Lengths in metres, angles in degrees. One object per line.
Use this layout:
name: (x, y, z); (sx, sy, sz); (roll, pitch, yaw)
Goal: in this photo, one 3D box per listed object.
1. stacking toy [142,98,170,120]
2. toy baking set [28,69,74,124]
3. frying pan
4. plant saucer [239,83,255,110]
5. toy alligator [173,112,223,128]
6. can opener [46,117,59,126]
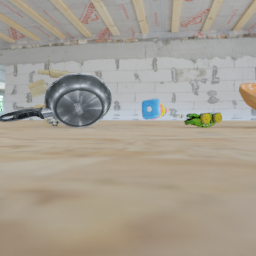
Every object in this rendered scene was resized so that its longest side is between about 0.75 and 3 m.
stacking toy: (1.165, -0.667, 10.587); (0.787, 0.744, 1.356); (-6, -4, 36)
toy baking set: (-2.254, -1.089, 10.064); (2.550, 1.957, 0.297); (2, 6, -12)
frying pan: (-1.745, -0.623, 6.840); (2.781, 1.682, 0.453); (2, 42, -17)
plant saucer: (4.004, -0.656, 7.239); (2.281, 0.427, 2.281); (8, 23, -4)
toy alligator: (1.861, -0.195, 7.410); (1.671, 0.402, 0.554); (-4, 4, -28)
can opener: (-1.803, -0.322, 8.678); (1.447, 0.484, 0.386); (-2, -29, -9)
